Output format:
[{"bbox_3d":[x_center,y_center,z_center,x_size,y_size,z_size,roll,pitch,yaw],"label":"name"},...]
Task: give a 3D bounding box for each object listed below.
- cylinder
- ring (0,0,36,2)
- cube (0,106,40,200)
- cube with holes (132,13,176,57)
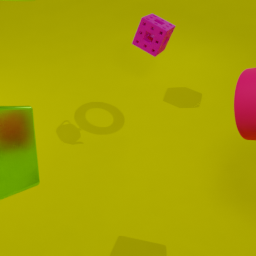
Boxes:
[{"bbox_3d":[2.742,-0.423,4.866,1.339,1.339,1.339,2,40,41],"label":"cylinder"},{"bbox_3d":[-2.827,-3.053,6.294,1.582,0.316,1.582,2,22,-1],"label":"ring"},{"bbox_3d":[-1.754,0.282,3.190,0.992,0.992,0.992,-4,3,22],"label":"cube"},{"bbox_3d":[0.737,-2.667,8.022,0.792,0.792,0.792,32,38,9],"label":"cube with holes"}]
